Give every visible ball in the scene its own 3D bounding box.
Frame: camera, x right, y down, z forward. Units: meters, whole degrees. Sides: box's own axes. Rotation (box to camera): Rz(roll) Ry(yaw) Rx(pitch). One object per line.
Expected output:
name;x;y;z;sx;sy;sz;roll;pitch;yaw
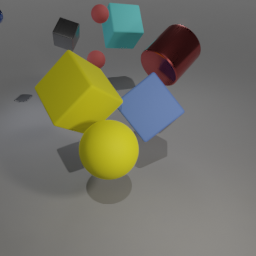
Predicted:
ball;-1.211;-2.602;10.685;0.700;0.700;0.700;0;31;0
ball;-1.093;-4.456;10.944;0.700;0.700;0.700;0;31;0
ball;-0.450;0.509;6.599;1.400;1.400;1.400;0;31;0

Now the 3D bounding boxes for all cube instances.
cube;-1.277;-0.868;7.343;1.400;1.400;1.400;20;31;-58
cube;-0.275;-4.536;12.588;1.400;1.400;1.400;-5;-12;-21
cube;-2.098;-3.185;9.562;0.700;0.700;0.700;18;67;-2
cube;0.622;-0.625;8.298;1.400;1.400;1.400;-38;3;7

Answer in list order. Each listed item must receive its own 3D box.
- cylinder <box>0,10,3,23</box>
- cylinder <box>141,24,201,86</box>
cylinder;-4.980;-3.979;10.042;0.700;0.700;0.700;5;39;8
cylinder;1.357;-2.311;8.937;1.400;1.400;1.400;27;65;37
